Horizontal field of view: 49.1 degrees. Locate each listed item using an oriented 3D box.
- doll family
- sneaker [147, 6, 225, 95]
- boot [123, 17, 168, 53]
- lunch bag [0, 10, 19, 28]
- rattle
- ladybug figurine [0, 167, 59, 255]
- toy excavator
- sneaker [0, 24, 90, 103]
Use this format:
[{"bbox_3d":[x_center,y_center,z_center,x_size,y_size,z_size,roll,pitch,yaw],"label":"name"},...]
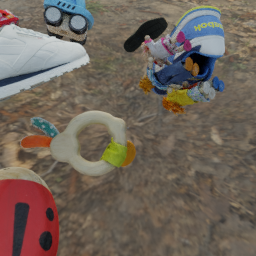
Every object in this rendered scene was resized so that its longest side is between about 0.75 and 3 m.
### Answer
[{"bbox_3d":[0.817,-0.814,5.075,1.119,1.802,0.812,-12,46,47],"label":"doll family"},{"bbox_3d":[1.090,-1.244,5.758,0.924,2.499,1.028,-6,69,-18],"label":"sneaker"},{"bbox_3d":[0.596,-3.177,9.073,1.570,0.608,1.086,-22,27,28],"label":"boot"},{"bbox_3d":[-3.753,-2.780,7.889,0.591,1.270,1.442,40,37,-7],"label":"lunch bag"},{"bbox_3d":[-0.903,0.286,5.619,1.927,1.254,1.376,-4,7,10],"label":"rattle"},{"bbox_3d":[-1.924,1.748,4.676,1.757,0.931,2.589,14,49,-32],"label":"ladybug figurine"},{"bbox_3d":[-1.728,-3.416,7.383,1.920,0.986,1.975,16,79,-6],"label":"toy excavator"},{"bbox_3d":[-1.790,-1.335,5.125,1.113,1.173,2.914,-18,13,33],"label":"sneaker"}]
